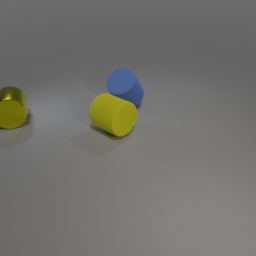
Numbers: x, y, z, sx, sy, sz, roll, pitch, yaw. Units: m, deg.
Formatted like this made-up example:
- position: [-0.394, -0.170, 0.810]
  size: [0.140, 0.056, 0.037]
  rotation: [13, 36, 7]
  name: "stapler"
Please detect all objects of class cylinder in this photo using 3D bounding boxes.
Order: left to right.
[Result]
- position: [-5.086, -0.893, 12.063]
  size: [1.400, 1.400, 1.400]
  rotation: [-8, 32, -13]
  name: "cylinder"
- position: [-0.602, -0.547, 11.258]
  size: [1.400, 1.400, 1.400]
  rotation: [25, 39, 37]
  name: "cylinder"
- position: [-0.112, -1.842, 13.062]
  size: [1.400, 1.400, 1.400]
  rotation: [-8, 65, 18]
  name: "cylinder"
